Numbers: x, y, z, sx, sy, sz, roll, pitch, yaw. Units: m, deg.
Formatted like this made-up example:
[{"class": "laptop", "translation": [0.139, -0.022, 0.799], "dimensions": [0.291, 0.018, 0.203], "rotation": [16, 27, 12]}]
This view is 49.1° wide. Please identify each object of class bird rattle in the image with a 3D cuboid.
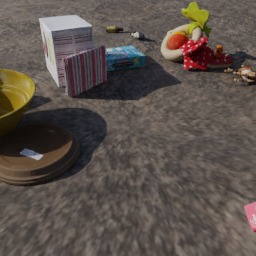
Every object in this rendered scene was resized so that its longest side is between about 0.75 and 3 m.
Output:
[{"class": "bird rattle", "translation": [2.387, -3.389, 11.262], "dimensions": [2.239, 1.547, 2.746], "rotation": [-6, 64, 39]}]

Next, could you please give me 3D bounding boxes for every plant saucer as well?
[{"class": "plant saucer", "translation": [-2.172, 0.477, 6.531], "dimensions": [2.118, 0.312, 2.118], "rotation": [1, 35, 0]}]

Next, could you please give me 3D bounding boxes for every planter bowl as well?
[{"class": "planter bowl", "translation": [-3.625, -0.422, 7.074], "dimensions": [2.658, 1.107, 2.658], "rotation": [2, 37, -2]}]

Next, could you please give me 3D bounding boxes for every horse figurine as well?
[{"class": "horse figurine", "translation": [4.101, -1.899, 9.875], "dimensions": [1.009, 0.380, 1.523], "rotation": [4, 27, -5]}]

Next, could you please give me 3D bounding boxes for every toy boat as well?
[{"class": "toy boat", "translation": [3.473, -2.809, 10.859], "dimensions": [1.215, 0.794, 0.793], "rotation": [-7, 35, -10]}]

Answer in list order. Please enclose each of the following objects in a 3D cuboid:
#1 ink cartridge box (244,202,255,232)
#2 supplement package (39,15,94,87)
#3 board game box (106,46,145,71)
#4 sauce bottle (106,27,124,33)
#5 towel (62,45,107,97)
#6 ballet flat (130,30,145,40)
[{"class": "ink cartridge box", "translation": [2.528, 1.318, 4.394], "dimensions": [0.764, 1.042, 0.431], "rotation": [23, 47, -35]}, {"class": "supplement package", "translation": [-2.109, -2.740, 9.794], "dimensions": [1.384, 1.882, 1.800], "rotation": [-15, 37, -22]}, {"class": "board game box", "translation": [-0.457, -2.759, 11.076], "dimensions": [1.890, 0.444, 1.427], "rotation": [-11, 34, -15]}, {"class": "sauce bottle", "translation": [-0.704, -5.188, 14.776], "dimensions": [0.935, 0.309, 0.309], "rotation": [-1, 34, -5]}, {"class": "towel", "translation": [-1.353, -1.883, 9.060], "dimensions": [0.266, 1.303, 1.780], "rotation": [27, 42, 30]}, {"class": "ballet flat", "translation": [0.416, -4.574, 13.809], "dimensions": [0.405, 0.405, 1.108], "rotation": [-14, 31, -19]}]
